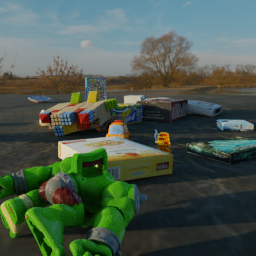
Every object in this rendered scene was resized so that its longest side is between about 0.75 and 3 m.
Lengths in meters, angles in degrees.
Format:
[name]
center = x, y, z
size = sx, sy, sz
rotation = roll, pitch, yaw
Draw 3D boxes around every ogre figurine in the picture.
[ogre figurine]
center = -0.630, 0.786, 3.072
size = 1.151, 0.942, 1.920
rotation = -24, 11, -41

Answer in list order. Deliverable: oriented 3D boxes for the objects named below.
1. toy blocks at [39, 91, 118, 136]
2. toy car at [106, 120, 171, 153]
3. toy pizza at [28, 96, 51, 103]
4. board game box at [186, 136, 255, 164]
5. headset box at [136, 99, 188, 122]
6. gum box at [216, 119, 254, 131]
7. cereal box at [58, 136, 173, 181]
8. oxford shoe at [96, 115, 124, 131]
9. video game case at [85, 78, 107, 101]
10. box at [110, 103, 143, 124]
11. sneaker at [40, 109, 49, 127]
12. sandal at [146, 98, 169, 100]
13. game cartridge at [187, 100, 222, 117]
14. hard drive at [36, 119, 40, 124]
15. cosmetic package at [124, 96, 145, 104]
[toy blocks]
center = -1.934, -0.370, 9.851
size = 2.749, 1.374, 1.879
rotation = -3, 19, 19
[toy car]
center = 0.307, 0.166, 7.746
size = 2.107, 0.701, 1.033
rotation = 3, 10, 26
[toy pizza]
center = -8.403, -2.692, 26.629
size = 2.110, 0.334, 2.110
rotation = 8, 17, -3
[board game box]
center = 2.608, 0.497, 6.987
size = 1.930, 0.272, 1.305
rotation = -6, 11, -34
[headset box]
center = 1.664, -0.922, 13.918
size = 1.860, 0.939, 2.503
rotation = 5, 10, 30
[gum box]
center = 4.110, -0.115, 10.870
size = 1.087, 0.285, 1.279
rotation = 1, 9, 7
[cereal box]
center = -0.368, 0.575, 5.859
size = 1.598, 0.439, 2.221
rotation = -4, 9, -31
[oxford shoe]
center = -0.545, -0.140, 10.579
size = 0.512, 0.500, 1.403
rotation = 11, 24, 37
[video game case]
center = -1.812, -1.827, 16.079
size = 0.185, 2.074, 1.484
rotation = 8, 12, 41
[box]
center = -0.381, -0.591, 12.155
size = 0.909, 0.835, 2.596
rotation = 6, 10, 33
[sneaker]
center = -2.770, -0.477, 11.691
size = 1.751, 0.768, 0.662
rotation = -2, 7, -25
[sandal]
center = 1.645, -1.155, 16.021
size = 2.840, 1.156, 0.698
rotation = 4, -32, -2
[game cartridge]
center = 4.249, -1.172, 16.113
size = 1.879, 0.586, 2.821
rotation = 11, 13, 27
[hard drive]
center = -3.610, -0.273, 12.277
size = 0.637, 0.173, 0.912
rotation = -5, 10, -29
[cosmetic package]
center = 0.359, -1.167, 14.966
size = 0.922, 1.108, 0.927
rotation = 3, 9, 17
